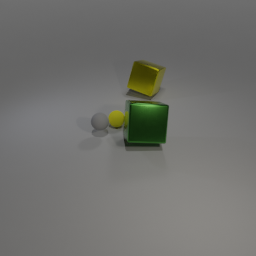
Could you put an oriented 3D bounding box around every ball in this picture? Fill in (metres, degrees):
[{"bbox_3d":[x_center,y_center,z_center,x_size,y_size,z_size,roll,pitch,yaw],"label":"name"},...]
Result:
[{"bbox_3d":[-0.480,-0.392,11.803,0.700,0.700,0.700,0,30,0],"label":"ball"},{"bbox_3d":[-1.089,-0.249,10.895,0.700,0.700,0.700,0,30,0],"label":"ball"}]

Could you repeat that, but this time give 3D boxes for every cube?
[{"bbox_3d":[0.972,-2.630,14.557,1.400,1.400,1.400,23,24,15],"label":"cube"},{"bbox_3d":[0.632,-0.264,10.448,1.400,1.400,1.400,2,10,-7],"label":"cube"}]
